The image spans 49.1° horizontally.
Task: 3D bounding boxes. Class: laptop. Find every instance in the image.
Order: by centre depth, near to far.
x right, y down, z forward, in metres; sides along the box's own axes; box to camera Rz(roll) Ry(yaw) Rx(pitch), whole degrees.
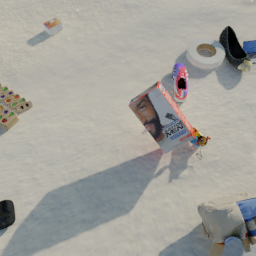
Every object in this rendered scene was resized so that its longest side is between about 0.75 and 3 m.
[{"bbox_3d":[5.791,-3.512,12.902,0.868,0.537,0.927,-7,58,-4],"label":"laptop"}]

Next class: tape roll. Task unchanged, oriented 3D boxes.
[{"bbox_3d":[3.616,-3.494,13.018,1.758,0.321,1.758,0,58,1],"label":"tape roll"}]

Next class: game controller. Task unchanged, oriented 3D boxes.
[{"bbox_3d":[-4.592,2.960,9.012,1.850,0.390,0.965,-17,45,-11],"label":"game controller"}]

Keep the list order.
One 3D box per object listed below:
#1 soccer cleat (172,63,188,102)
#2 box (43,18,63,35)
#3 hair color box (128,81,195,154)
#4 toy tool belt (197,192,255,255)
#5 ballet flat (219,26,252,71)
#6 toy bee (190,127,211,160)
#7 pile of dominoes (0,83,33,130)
[{"bbox_3d":[2.265,-2.097,11.878,0.709,0.761,2.079,4,58,2],"label":"soccer cleat"},{"bbox_3d":[-3.715,-5.056,13.945,0.760,0.404,0.579,-35,64,-20],"label":"box"},{"bbox_3d":[1.201,-0.335,9.782,1.250,2.253,0.720,-32,15,24],"label":"hair color box"},{"bbox_3d":[3.557,2.880,8.510,2.643,1.650,1.624,-12,88,-5],"label":"toy tool belt"},{"bbox_3d":[4.896,-3.615,12.835,0.870,0.744,2.618,-13,59,-9],"label":"ballet flat"},{"bbox_3d":[2.702,0.424,10.342,0.847,0.703,1.294,1,54,-54],"label":"toy bee"},{"bbox_3d":[-5.578,-0.975,11.367,2.812,0.448,2.192,31,63,17],"label":"pile of dominoes"}]
